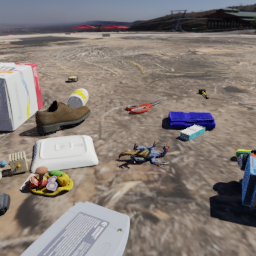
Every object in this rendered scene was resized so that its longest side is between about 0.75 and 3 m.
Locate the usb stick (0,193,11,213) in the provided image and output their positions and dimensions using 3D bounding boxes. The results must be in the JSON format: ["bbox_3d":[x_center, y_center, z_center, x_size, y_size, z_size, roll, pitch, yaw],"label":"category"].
[{"bbox_3d":[-3.373,1.631,5.620,1.858,0.303,0.515,-5,24,-13],"label":"usb stick"}]

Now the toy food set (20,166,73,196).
[{"bbox_3d":[-1.901,1.172,6.521,1.248,0.408,0.734,5,25,13],"label":"toy food set"}]

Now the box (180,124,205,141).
[{"bbox_3d":[2.117,0.143,9.149,0.888,0.218,0.365,-20,30,-38],"label":"box"}]

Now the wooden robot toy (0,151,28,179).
[{"bbox_3d":[-3.762,0.702,6.739,2.464,1.118,1.086,-2,23,-4],"label":"wooden robot toy"}]

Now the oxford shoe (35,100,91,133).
[{"bbox_3d":[-2.192,-0.546,9.781,0.803,0.933,2.210,6,19,40],"label":"oxford shoe"}]

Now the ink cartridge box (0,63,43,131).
[{"bbox_3d":[-4.588,-1.237,10.236,1.892,1.884,2.604,2,24,4],"label":"ink cartridge box"}]

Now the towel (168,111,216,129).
[{"bbox_3d":[2.256,-0.349,10.051,1.612,0.399,1.191,2,24,4],"label":"towel"}]

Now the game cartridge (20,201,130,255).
[{"bbox_3d":[-0.839,2.039,4.616,1.350,0.415,2.028,8,25,26],"label":"game cartridge"}]

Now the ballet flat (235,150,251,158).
[{"bbox_3d":[3.489,0.744,7.660,1.040,0.348,0.349,6,12,18],"label":"ballet flat"}]

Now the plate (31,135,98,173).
[{"bbox_3d":[-1.814,0.624,7.974,1.743,0.282,1.739,-5,23,-12],"label":"plate"}]

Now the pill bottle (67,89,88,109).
[{"bbox_3d":[-2.048,-1.225,11.679,0.706,0.706,1.252,2,25,5],"label":"pill bottle"}]

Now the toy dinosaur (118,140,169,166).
[{"bbox_3d":[0.563,0.627,7.707,1.229,0.646,1.116,6,1,43],"label":"toy dinosaur"}]

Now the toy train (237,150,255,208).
[{"bbox_3d":[3.678,1.132,5.881,2.612,1.132,1.492,10,34,17],"label":"toy train"}]

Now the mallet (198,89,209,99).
[{"bbox_3d":[3.574,-1.605,13.252,0.337,0.211,1.024,2,27,3],"label":"mallet"}]

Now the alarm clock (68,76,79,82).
[{"bbox_3d":[-3.115,-2.731,15.693,0.570,0.281,0.845,8,23,17],"label":"alarm clock"}]

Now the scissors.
[{"bbox_3d":[0.994,-0.948,11.805,2.397,0.167,0.877,-14,25,-32],"label":"scissors"}]
